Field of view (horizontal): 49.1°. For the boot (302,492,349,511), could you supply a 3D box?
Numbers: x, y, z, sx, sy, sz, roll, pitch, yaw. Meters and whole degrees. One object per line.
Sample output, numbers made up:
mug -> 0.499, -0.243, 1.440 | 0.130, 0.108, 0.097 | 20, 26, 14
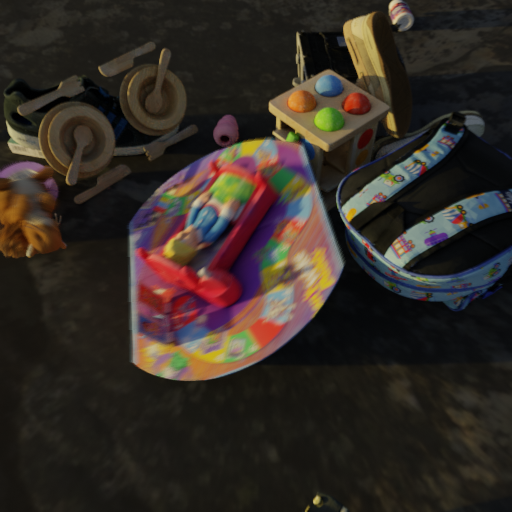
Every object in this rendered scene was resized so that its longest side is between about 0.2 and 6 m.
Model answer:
boot -> 0.042, 3.519, 6.510 | 2.695, 0.973, 2.035 | 36, 58, 18

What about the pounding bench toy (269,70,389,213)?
pounding bench toy -> 0.924, -1.945, 10.201 | 2.487, 1.940, 1.545 | -35, 59, -24

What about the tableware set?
tableware set -> -2.575, -2.607, 10.598 | 3.107, 2.054, 0.623 | -37, 23, -22

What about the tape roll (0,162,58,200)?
tape roll -> -4.361, -1.220, 10.552 | 1.128, 0.370, 1.128 | -2, 58, 3

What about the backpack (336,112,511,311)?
backpack -> 2.837, -0.466, 8.931 | 3.092, 2.080, 2.823 | -27, 57, -21

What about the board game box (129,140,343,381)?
board game box -> -0.723, -0.362, 8.716 | 3.517, 0.867, 4.451 | -24, 51, 15

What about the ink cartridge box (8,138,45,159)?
ink cartridge box -> -4.393, -2.595, 11.775 | 1.051, 0.327, 1.306 | 10, 54, 7

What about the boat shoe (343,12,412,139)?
boat shoe -> 2.294, -3.310, 10.492 | 0.759, 2.351, 0.838 | 3, 35, 43

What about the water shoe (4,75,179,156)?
water shoe -> -3.161, -2.803, 11.075 | 3.375, 1.332, 1.207 | -7, 51, -18

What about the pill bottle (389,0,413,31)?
pill bottle -> 3.750, -6.295, 14.581 | 0.492, 0.492, 0.883 | -4, 51, -3

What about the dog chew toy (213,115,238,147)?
dog chew toy -> -0.605, -2.647, 11.710 | 0.519, 0.519, 0.833 | 4, 44, 3

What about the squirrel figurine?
squirrel figurine -> -3.758, -0.542, 9.374 | 1.019, 1.440, 1.344 | -23, 75, -48

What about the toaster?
toaster -> 2.039, -3.756, 11.969 | 2.411, 1.431, 2.180 | -3, 52, -3

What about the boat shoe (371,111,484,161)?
boat shoe -> 3.483, -2.115, 11.051 | 2.337, 0.873, 0.799 | -21, 50, -2
